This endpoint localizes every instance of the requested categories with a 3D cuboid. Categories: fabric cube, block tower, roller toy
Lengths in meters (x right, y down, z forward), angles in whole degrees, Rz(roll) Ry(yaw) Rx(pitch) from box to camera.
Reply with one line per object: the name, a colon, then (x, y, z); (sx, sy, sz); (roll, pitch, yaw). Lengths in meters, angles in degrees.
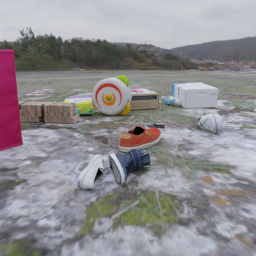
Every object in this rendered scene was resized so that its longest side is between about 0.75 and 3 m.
fabric cube: (-5.304, -0.813, 8.315); (2.910, 2.957, 2.966); (12, 19, 35)
block tower: (-3.589, -0.690, 12.021); (2.886, 0.834, 0.779); (3, 16, 7)
roller toy: (-0.756, -1.483, 13.268); (1.707, 1.871, 1.308); (-6, 11, 15)

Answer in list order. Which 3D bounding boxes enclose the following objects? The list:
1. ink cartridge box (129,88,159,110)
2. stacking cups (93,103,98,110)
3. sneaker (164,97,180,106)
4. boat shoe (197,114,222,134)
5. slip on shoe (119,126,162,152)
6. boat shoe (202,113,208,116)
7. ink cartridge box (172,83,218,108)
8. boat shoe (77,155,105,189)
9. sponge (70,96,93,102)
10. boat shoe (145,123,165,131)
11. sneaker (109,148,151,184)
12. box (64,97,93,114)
ink cartridge box: (0.377, -1.610, 15.360); (1.907, 0.869, 2.315); (-6, 15, -18)
stacking cups: (-1.425, -1.362, 15.207); (0.568, 0.568, 1.876); (2, 12, 6)
sneaker: (2.441, -1.425, 15.724); (0.644, 0.464, 1.226); (-20, 17, -9)
boat shoe: (2.998, -0.141, 10.449); (0.656, 0.722, 1.963); (-9, 2, 6)
slip on shoe: (0.459, 0.229, 8.907); (0.761, 0.629, 2.054); (9, 16, 36)
boat shoe: (3.402, -0.501, 12.264); (0.339, 0.307, 0.951); (1, 15, 5)
ink cartridge box: (3.730, -1.897, 15.951); (1.836, 1.070, 2.540); (-3, 16, -6)
boat shoe: (-0.726, 0.993, 6.390); (0.417, 0.456, 1.268); (10, 17, 12)
sponge: (-2.481, -1.744, 17.017); (1.918, 0.286, 1.070); (-6, 16, -23)
boat shoe: (1.042, -0.069, 10.729); (0.783, 0.259, 0.274); (8, 17, 26)
sneaker: (0.107, 0.868, 6.656); (1.005, 0.529, 1.390); (-5, 14, -9)
box: (-2.489, -1.084, 13.973); (1.433, 0.591, 2.442); (-3, 17, -9)
